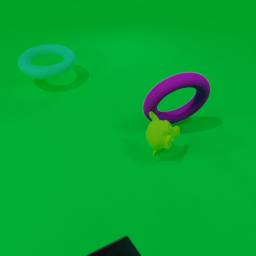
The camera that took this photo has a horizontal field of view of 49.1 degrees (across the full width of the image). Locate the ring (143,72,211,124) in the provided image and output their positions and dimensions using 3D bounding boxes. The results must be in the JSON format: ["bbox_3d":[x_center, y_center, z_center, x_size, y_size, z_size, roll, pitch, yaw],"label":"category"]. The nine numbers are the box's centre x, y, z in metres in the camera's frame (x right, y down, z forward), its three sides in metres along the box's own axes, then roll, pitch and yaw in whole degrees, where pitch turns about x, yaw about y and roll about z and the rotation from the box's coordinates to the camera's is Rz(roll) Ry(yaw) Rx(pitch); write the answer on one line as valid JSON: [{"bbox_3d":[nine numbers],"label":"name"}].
[{"bbox_3d":[1.151,-0.654,6.623,1.669,1.669,0.334,-12,57,-13],"label":"ring"}]

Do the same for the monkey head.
[{"bbox_3d":[0.756,0.125,6.132,0.607,1.008,0.725,0,9,38],"label":"monkey head"}]

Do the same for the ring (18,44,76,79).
[{"bbox_3d":[-2.489,-2.088,8.678,1.751,0.350,1.751,1,43,-1],"label":"ring"}]

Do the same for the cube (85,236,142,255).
[{"bbox_3d":[-0.283,2.185,3.486,1.024,1.024,1.024,49,23,25],"label":"cube"}]
